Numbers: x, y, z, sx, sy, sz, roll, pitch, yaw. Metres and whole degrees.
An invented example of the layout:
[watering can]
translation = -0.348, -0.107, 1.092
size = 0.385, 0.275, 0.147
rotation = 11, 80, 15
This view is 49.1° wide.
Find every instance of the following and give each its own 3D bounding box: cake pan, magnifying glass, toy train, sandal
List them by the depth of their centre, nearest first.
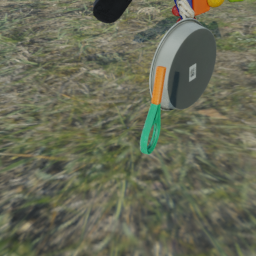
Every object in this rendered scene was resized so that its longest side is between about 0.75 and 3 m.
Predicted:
[magnifying glass]
translation = 0.261, -0.159, 2.797
size = 0.101, 0.902, 0.359
rotation = 18, 22, 22
[cake pan]
translation = 1.094, -1.098, 5.229
size = 1.756, 1.756, 0.322
rotation = -32, 44, -32
[toy train]
translation = 1.854, -2.919, 6.246
size = 1.628, 1.191, 2.813
rotation = -9, 39, 8
[sandal]
translation = -0.012, -3.368, 6.539
size = 0.988, 2.598, 0.556
rotation = 12, 58, -23
